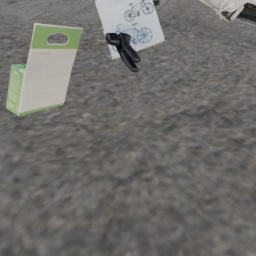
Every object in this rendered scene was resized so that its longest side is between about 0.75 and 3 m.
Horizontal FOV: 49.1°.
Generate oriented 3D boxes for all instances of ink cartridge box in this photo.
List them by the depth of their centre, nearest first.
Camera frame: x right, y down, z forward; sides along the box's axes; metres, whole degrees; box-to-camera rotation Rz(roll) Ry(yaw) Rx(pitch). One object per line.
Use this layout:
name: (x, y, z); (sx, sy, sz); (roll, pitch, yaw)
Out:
ink cartridge box: (-1.984, -1.438, 6.690); (0.516, 2.150, 1.565); (29, 27, 21)

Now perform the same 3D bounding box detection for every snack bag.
snack bag: (0.022, -2.050, 5.396); (1.107, 1.174, 0.126); (-20, 21, 4)

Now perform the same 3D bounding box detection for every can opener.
can opener: (-0.040, -1.203, 4.473); (0.446, 0.359, 1.133); (-12, 44, -15)

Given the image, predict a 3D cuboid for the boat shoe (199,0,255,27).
boat shoe: (2.732, -3.156, 7.055); (2.902, 1.045, 0.994); (19, 76, -5)

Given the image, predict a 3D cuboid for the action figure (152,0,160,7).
action figure: (0.719, -5.259, 10.373); (0.786, 1.541, 0.916); (-13, 29, 9)
